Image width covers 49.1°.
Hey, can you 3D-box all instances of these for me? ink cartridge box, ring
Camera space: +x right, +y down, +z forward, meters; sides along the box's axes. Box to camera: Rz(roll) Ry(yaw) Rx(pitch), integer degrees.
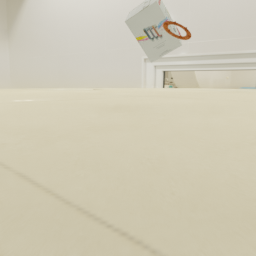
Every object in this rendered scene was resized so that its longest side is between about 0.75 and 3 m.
[{"bbox_3d":[0.943,-3.592,10.048,1.294,1.789,1.300,-25,29,25],"label":"ink cartridge box"},{"bbox_3d":[1.347,-2.676,7.609,0.850,0.082,0.850,13,47,-14],"label":"ring"}]
